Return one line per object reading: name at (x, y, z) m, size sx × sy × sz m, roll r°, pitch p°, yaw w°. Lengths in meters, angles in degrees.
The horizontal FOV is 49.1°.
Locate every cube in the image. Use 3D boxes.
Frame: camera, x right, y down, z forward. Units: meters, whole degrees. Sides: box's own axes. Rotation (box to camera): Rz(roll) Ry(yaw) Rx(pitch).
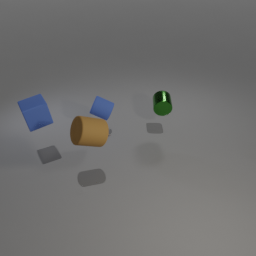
cube at (-2.663, -0.449, 8.070) m, size 0.700 × 0.700 × 0.700 m, roll -24°, pitch 40°, yaw -18°

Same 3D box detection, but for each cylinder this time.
cylinder at (-0.936, 0.090, 6.756) m, size 0.700 × 0.700 × 0.700 m, roll 7°, pitch 21°, yaw -36°
cylinder at (-0.957, -0.726, 10.257) m, size 0.700 × 0.700 × 0.700 m, roll 23°, pitch 28°, yaw -11°
cylinder at (1.289, -0.929, 10.524) m, size 0.700 × 0.700 × 0.700 m, roll 1°, pitch 42°, yaw 1°
